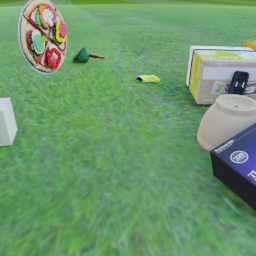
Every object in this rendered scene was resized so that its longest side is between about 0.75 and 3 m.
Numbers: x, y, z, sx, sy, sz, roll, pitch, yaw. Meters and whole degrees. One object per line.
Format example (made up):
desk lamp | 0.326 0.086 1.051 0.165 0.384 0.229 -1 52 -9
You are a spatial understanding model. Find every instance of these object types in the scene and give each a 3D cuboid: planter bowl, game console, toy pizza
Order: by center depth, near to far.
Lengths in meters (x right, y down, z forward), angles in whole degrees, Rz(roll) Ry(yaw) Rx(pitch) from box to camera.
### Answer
toy pizza | -2.123 -2.399 7.426 0.308 1.944 1.944 8 29 23
planter bowl | 2.817 -0.169 7.504 1.788 1.203 1.788 -1 29 0
game console | 3.441 -1.001 8.837 1.007 1.707 0.206 16 -7 26

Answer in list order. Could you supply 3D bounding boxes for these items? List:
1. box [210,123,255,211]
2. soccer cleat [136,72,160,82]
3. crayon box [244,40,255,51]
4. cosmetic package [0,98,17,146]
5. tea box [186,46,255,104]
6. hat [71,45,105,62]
box | 3.103 0.598 5.831 2.207 0.870 1.557 -29 34 -12
soccer cleat | 0.843 -2.075 11.979 1.051 0.340 0.440 18 63 22
crayon box | 5.481 -2.647 11.136 0.530 2.086 1.324 -36 33 4
cosmetic package | -4.247 -0.116 7.506 2.160 1.117 0.942 -3 29 -8
tea box | 3.594 -1.989 10.364 2.387 1.595 2.348 1 29 -1
hat | -2.148 -3.538 14.666 1.129 1.200 1.364 -54 19 -17
